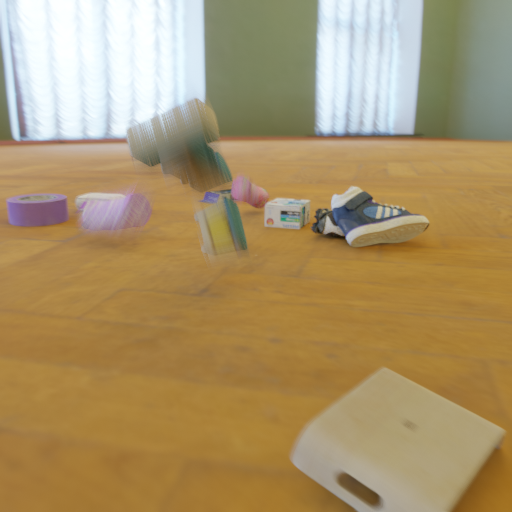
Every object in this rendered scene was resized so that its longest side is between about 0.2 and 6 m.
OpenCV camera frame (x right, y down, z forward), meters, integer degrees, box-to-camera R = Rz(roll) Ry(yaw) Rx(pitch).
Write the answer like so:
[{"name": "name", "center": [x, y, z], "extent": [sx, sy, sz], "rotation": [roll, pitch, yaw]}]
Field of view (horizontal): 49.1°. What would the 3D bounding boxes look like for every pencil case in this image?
[{"name": "pencil case", "center": [-0.151, -1.632, 14.567], "extent": [0.622, 0.622, 1.422], "rotation": [6, -4, 23]}, {"name": "pencil case", "center": [-2.912, -0.906, 11.548], "extent": [1.643, 0.702, 0.690], "rotation": [-3, 41, 37]}]

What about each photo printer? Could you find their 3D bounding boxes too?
[{"name": "photo printer", "center": [-4.192, -1.471, 15.396], "extent": [1.167, 0.405, 0.971], "rotation": [4, 15, 11]}]

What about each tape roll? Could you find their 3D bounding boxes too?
[{"name": "tape roll", "center": [-5.399, -1.150, 13.885], "extent": [1.386, 0.589, 1.386], "rotation": [0, 16, 0]}]

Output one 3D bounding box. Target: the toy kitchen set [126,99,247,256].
[{"name": "toy kitchen set", "center": [-0.730, -1.013, 8.258], "extent": [1.187, 1.614, 2.015], "rotation": [-19, -16, 20]}]

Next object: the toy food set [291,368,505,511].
[{"name": "toy food set", "center": [1.174, 1.537, 4.466], "extent": [1.112, 0.468, 1.550], "rotation": [26, 28, 33]}]

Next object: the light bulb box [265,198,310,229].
[{"name": "light bulb box", "center": [0.756, -1.021, 13.446], "extent": [0.893, 0.562, 0.901], "rotation": [5, 16, 19]}]

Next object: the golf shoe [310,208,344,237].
[{"name": "golf shoe", "center": [2.028, -0.784, 12.565], "extent": [0.899, 0.740, 1.902], "rotation": [22, 31, 29]}]

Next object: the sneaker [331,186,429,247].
[{"name": "sneaker", "center": [2.516, -0.982, 11.698], "extent": [1.926, 0.776, 1.411], "rotation": [-10, 59, -16]}]

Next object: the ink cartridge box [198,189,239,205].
[{"name": "ink cartridge box", "center": [-0.969, -1.805, 16.887], "extent": [1.480, 0.290, 0.736], "rotation": [-14, 21, -40]}]
